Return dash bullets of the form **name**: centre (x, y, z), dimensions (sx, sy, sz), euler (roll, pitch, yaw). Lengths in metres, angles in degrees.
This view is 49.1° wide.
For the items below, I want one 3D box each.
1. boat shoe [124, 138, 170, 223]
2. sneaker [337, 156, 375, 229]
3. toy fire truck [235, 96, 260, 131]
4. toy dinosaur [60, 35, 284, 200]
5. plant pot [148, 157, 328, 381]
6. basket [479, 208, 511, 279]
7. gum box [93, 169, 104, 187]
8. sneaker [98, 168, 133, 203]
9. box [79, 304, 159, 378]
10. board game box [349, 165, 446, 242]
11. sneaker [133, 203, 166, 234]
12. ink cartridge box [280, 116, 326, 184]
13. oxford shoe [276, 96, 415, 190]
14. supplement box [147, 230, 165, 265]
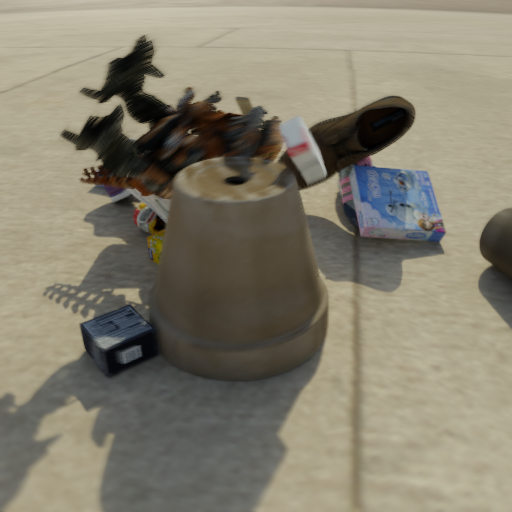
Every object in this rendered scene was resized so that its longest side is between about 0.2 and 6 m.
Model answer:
- **boat shoe**: centre (-1.350, -1.060, 10.555), dimensions (3.425, 1.144, 1.260), euler (29, 69, 18)
- **sneaker**: centre (2.301, -1.541, 12.164), dimensions (0.920, 1.075, 2.621), euler (-3, 37, -7)
- **toy fire truck**: centre (-0.626, -3.234, 14.309), dimensions (1.682, 1.910, 1.229), euler (0, 29, -1)
- **toy dinosaur**: centre (-1.552, -1.673, 9.194), dimensions (3.975, 2.698, 2.030), euler (-29, 47, 22)
- **plant pot**: centre (-0.288, -0.020, 8.280), dimensions (2.842, 2.466, 2.842), euler (-1, 31, 0)
- **basket**: centre (4.848, 0.017, 9.392), dimensions (1.761, 1.329, 1.954), euler (11, 20, -25)
- **gum box**: centre (-2.885, -2.120, 13.917), dimensions (1.486, 0.390, 1.749), euler (12, 32, 20)
- **sneaker**: centre (-2.572, -1.913, 12.104), dimensions (2.164, 0.948, 0.820), euler (-19, 22, 29)
- **box**: centre (-1.972, 1.208, 8.080), dimensions (0.830, 0.511, 0.823), euler (-21, 36, -31)
- **board game box**: centre (2.826, -1.076, 11.337), dimensions (1.660, 0.362, 1.668), euler (3, 54, -9)
- **sneaker**: centre (-1.576, -0.889, 11.626), dimensions (1.830, 0.712, 0.752), euler (-27, 43, -23)
- **ink cartridge box**: centre (0.674, -1.493, 7.954), dimensions (0.323, 0.775, 0.563), euler (-23, 49, 15)
- **oxford shoe**: centre (1.738, -2.348, 11.659), dimensions (3.265, 1.186, 1.378), euler (-30, 10, 15)
- **supplement box**: centre (-1.513, -0.071, 10.287), dimensions (0.919, 0.500, 0.503), euler (25, 39, 37)
